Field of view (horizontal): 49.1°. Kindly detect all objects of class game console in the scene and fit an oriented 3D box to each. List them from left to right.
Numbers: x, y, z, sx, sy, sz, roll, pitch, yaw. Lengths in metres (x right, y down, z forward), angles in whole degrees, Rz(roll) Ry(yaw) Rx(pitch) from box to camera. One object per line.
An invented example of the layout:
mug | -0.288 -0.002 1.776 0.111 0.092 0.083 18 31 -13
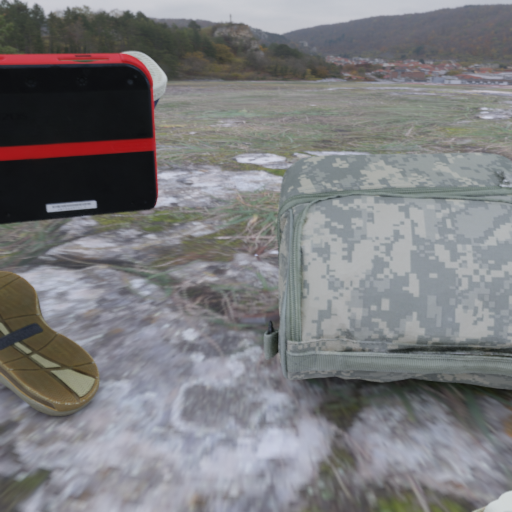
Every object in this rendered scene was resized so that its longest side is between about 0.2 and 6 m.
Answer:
game console | -1.573 -0.938 4.578 1.517 1.341 0.235 -7 33 -18

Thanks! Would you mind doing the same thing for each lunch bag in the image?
lunch bag | 1.644 0.282 5.933 2.988 2.082 2.507 1 37 5

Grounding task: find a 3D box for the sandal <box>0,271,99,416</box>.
sandal | -2.593 0.969 5.999 2.509 0.678 1.008 33 36 31

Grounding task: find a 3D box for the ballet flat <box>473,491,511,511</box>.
ballet flat | 1.367 1.878 3.650 1.828 0.570 0.617 -9 23 -22

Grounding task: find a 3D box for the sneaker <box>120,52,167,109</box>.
sneaker | -2.918 -2.171 8.790 3.255 1.375 1.220 -23 71 -35
